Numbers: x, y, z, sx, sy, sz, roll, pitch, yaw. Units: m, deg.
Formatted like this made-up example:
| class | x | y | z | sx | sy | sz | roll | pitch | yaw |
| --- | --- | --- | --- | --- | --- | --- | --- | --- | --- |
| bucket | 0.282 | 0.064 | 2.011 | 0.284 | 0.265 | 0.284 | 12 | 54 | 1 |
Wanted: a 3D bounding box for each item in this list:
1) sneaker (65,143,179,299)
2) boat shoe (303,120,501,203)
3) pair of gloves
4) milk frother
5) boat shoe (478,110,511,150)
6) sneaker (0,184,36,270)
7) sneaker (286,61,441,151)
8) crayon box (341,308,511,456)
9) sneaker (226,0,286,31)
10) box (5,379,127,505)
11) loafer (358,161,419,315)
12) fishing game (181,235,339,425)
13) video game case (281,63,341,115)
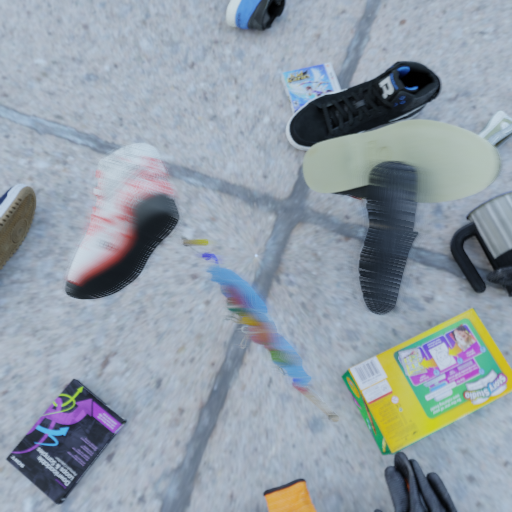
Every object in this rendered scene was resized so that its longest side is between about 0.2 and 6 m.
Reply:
| class | x | y | z | sx | sy | sz | roll | pitch | yaw |
| --- | --- | --- | --- | --- | --- | --- | --- | --- | --- |
| sneaker | -1.656 | -0.390 | 6.559 | 0.693 | 2.076 | 1.113 | 7 | 53 | -41 |
| boat shoe | 2.113 | -1.337 | 8.172 | 0.957 | 3.054 | 1.117 | -5 | 98 | -42 |
| pair of gloves | 1.578 | 4.099 | 7.693 | 2.775 | 0.343 | 2.473 | -11 | 50 | -6 |
| milk frother | 4.376 | -0.237 | 9.724 | 1.611 | 1.785 | 1.679 | -21 | 70 | -3 |
| boat shoe | 4.569 | -2.115 | 11.031 | 0.593 | 0.681 | 1.849 | 34 | 66 | 17 |
| sneaker | -5.399 | -0.191 | 10.072 | 1.674 | 1.081 | 3.085 | 23 | 74 | 7 |
| sneaker | 2.054 | -2.996 | 10.715 | 2.979 | 1.666 | 1.088 | -20 | 86 | -8 |
| crayon box | 2.899 | 2.093 | 9.382 | 2.494 | 0.727 | 1.482 | -24 | 71 | -9 |
| sneaker | 0.222 | -5.842 | 12.351 | 1.129 | 0.779 | 2.029 | 19 | 74 | 13 |
| box | -3.125 | 3.041 | 9.262 | 1.170 | 0.295 | 1.636 | 34 | 74 | 12 |
| loafer | 1.725 | -0.208 | 7.009 | 0.679 | 0.656 | 1.933 | -1 | 100 | -24 |
| fishing game | -0.039 | 0.983 | 7.365 | 0.456 | 2.100 | 2.933 | -38 | 105 | -11 |
| video game case | 1.179 | -3.507 | 11.771 | 1.087 | 0.247 | 0.985 | -14 | 69 | -5 |
